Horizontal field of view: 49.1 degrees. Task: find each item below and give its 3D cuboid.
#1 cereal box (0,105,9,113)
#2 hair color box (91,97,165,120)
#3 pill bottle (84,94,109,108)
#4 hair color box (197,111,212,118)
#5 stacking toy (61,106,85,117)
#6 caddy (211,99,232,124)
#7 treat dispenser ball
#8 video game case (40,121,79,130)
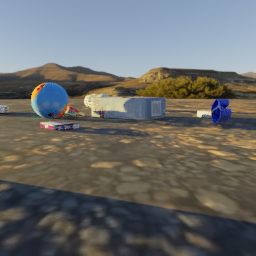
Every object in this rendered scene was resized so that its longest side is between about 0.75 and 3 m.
[{"bbox_3d":[-7.211,-0.954,14.409,1.882,0.372,1.354,-4,8,-29],"label":"cereal box"},{"bbox_3d":[-0.025,-0.873,11.767,2.890,0.876,1.431,5,9,38],"label":"hair color box"},{"bbox_3d":[-1.982,-1.705,17.957,0.988,0.988,1.698,-7,10,-43],"label":"pill bottle"},{"bbox_3d":[3.408,-0.583,11.911,0.440,0.270,0.889,-4,7,-26],"label":"hair color box"},{"bbox_3d":[-2.569,-0.606,12.430,1.078,0.455,0.976,9,-15,37],"label":"stacking toy"},{"bbox_3d":[2.997,-0.548,9.223,0.514,0.692,0.979,-4,-22,-2],"label":"caddy"},{"bbox_3d":[-3.194,-1.118,11.479,1.475,1.475,1.475,0,7,0],"label":"treat dispenser ball"},{"bbox_3d":[-2.037,-0.078,8.331,0.825,0.163,0.910,-6,9,-40],"label":"video game case"}]
